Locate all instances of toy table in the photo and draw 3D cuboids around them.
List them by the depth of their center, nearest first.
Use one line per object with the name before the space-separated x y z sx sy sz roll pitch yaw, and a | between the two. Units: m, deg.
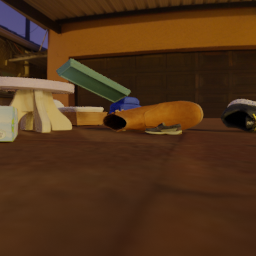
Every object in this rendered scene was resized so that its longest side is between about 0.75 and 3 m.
toy table | -3.161 -0.708 9.261 2.805 1.643 2.578 0 2 -23

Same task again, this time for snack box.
snack box | -3.413 -0.129 6.030 1.901 0.763 2.254 0 1 -18

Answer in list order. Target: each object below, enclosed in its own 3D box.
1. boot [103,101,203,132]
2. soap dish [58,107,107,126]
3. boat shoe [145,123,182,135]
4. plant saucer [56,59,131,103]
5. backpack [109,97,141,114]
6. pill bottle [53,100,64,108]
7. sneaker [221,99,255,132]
boot | 0.700 -0.252 8.819 2.781 0.979 1.991 -3 6 43
soap dish | -2.504 -0.605 14.491 1.847 0.954 2.348 -2 3 -43
boat shoe | 0.971 0.015 7.708 1.020 0.331 0.373 1 3 15
plant saucer | -1.201 -1.622 10.297 2.794 0.265 0.977 22 -32 -39
backpack | -0.142 -0.900 15.127 1.473 1.521 1.812 9 -3 -26
pill bottle | -4.470 -0.924 16.251 1.423 1.423 2.570 -1 3 -28
sneaker | 4.155 -0.229 8.408 2.828 1.053 1.197 4 25 45
